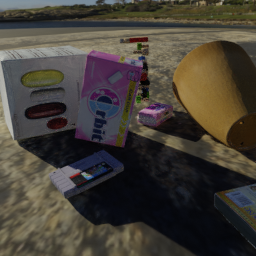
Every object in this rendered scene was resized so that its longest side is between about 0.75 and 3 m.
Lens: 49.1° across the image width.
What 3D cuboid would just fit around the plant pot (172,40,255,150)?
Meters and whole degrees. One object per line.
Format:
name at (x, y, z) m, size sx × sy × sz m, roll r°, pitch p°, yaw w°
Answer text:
plant pot at (2.756, -0.712, 7.749) m, size 2.478 × 2.478 × 2.659 m, roll -3°, pitch 40°, yaw -7°

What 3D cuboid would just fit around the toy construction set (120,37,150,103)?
toy construction set at (-0.080, -2.047, 9.905) m, size 1.660 × 2.160 × 1.801 m, roll 0°, pitch 13°, yaw 7°

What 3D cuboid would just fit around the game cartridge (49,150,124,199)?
game cartridge at (-0.870, 0.923, 5.903) m, size 1.372 × 0.263 × 0.889 m, roll -23°, pitch 25°, yaw -28°

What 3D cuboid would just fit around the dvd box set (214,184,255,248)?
dvd box set at (2.811, 1.398, 4.723) m, size 2.132 × 0.313 × 1.560 m, roll -9°, pitch 20°, yaw -14°

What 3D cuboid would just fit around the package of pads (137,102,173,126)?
package of pads at (0.889, -0.446, 9.034) m, size 0.704 × 0.442 × 1.169 m, roll 17°, pitch 29°, yaw 30°

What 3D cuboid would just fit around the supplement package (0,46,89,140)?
supplement package at (-2.500, -1.152, 8.385) m, size 2.350 × 2.247 × 1.728 m, roll -13°, pitch 27°, yaw -27°

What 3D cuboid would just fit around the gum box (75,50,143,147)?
gum box at (-0.502, -0.642, 7.015) m, size 1.286 × 2.267 × 0.750 m, roll 12°, pitch 25°, yaw -2°
